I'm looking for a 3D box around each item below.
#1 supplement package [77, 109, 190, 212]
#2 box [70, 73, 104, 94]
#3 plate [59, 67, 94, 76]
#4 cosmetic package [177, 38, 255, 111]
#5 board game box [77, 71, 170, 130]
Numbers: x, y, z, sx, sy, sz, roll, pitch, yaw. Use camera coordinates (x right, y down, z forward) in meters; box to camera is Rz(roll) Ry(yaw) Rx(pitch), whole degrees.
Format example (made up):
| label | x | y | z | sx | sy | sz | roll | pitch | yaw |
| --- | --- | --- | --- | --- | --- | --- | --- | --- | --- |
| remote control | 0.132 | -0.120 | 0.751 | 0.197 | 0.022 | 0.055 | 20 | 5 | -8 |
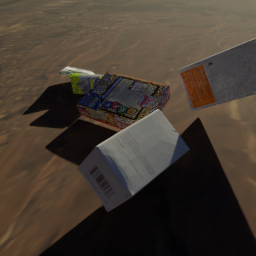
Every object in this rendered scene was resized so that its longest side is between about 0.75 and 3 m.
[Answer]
| label | x | y | z | sx | sy | sz | roll | pitch | yaw |
| --- | --- | --- | --- | --- | --- | --- | --- | --- | --- |
| supplement package | 0.126 | 0.574 | 5.327 | 1.756 | 1.030 | 1.027 | -30 | 79 | -39 |
| box | -1.270 | -1.431 | 9.177 | 1.134 | 0.691 | 0.270 | 4 | 45 | 7 |
| plate | -1.764 | -1.982 | 10.007 | 1.223 | 0.198 | 1.220 | 10 | 15 | -8 |
| cosmetic package | 2.671 | -1.391 | 7.203 | 2.506 | 1.271 | 0.893 | -17 | 9 | 42 |
| board game box | -0.112 | -0.754 | 7.819 | 2.103 | 0.487 | 1.593 | 19 | 55 | 28 |
